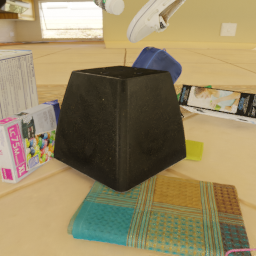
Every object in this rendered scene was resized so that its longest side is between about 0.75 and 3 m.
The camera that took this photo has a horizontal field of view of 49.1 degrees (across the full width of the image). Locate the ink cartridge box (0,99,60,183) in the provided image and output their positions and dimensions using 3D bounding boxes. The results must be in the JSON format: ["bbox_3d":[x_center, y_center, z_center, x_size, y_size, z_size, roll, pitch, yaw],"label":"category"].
[{"bbox_3d":[-2.245,0.199,7.001,0.489,1.390,2.329,4,21,21],"label":"ink cartridge box"}]

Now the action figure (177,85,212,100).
[{"bbox_3d":[2.937,-1.477,12.531,1.870,0.511,1.104,-9,23,-4],"label":"action figure"}]

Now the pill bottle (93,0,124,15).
[{"bbox_3d":[-0.801,-5.231,11.631,0.748,0.748,1.323,-19,47,-40],"label":"pill bottle"}]

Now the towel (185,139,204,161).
[{"bbox_3d":[0.900,0.523,7.886,2.351,0.212,1.012,7,26,17],"label":"towel"}]

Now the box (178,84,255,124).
[{"bbox_3d":[3.268,-0.815,9.702,2.661,0.800,1.552,15,1,31],"label":"box"}]

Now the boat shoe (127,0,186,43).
[{"bbox_3d":[1.081,-4.099,10.479,1.009,2.847,0.994,-10,65,-53],"label":"boat shoe"}]

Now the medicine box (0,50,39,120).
[{"bbox_3d":[-3.825,-0.732,7.775,1.444,2.555,2.805,5,22,12],"label":"medicine box"}]

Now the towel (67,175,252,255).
[{"bbox_3d":[0.607,1.504,5.224,2.908,0.315,2.132,6,22,12],"label":"towel"}]

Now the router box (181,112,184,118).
[{"bbox_3d":[1.303,-1.125,10.356,0.497,1.452,1.947,-34,19,9],"label":"router box"}]

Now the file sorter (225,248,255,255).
[{"bbox_3d":[1.624,2.035,3.420,0.656,0.592,0.944,-2,21,-5],"label":"file sorter"}]

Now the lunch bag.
[{"bbox_3d":[0.997,-2.334,11.971,1.636,2.408,1.593,33,3,-31],"label":"lunch bag"}]

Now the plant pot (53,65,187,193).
[{"bbox_3d":[-0.172,-0.286,6.563,2.416,2.143,2.410,16,24,40],"label":"plant pot"}]
